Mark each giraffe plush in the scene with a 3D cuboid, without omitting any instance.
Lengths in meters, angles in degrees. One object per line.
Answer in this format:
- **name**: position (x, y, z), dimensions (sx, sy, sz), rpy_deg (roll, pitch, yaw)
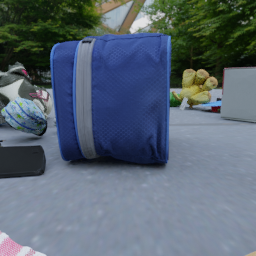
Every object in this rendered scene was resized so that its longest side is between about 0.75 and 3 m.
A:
- **giraffe plush**: position (2.898, -1.470, 12.104), dimensions (1.614, 1.870, 1.517), rpy_deg (41, 8, 19)

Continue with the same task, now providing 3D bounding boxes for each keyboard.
- **keyboard**: position (-1.912, 0.492, 3.762), dimensions (1.590, 0.315, 0.827), rpy_deg (-1, 32, -11)

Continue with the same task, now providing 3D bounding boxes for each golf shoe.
- **golf shoe**: position (-2.769, -0.580, 7.786), dimensions (1.148, 1.310, 2.973), rpy_deg (-27, -11, -3)

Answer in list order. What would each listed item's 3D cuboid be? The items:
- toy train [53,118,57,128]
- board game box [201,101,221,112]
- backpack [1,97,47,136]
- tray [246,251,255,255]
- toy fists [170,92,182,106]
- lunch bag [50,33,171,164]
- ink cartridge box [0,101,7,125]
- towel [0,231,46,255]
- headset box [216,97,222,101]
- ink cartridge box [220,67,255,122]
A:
- **toy train**: position (-1.382, -0.152, 6.527), dimensions (0.479, 0.358, 0.841), rpy_deg (8, 0, 14)
- **board game box**: position (3.855, -0.794, 10.903), dimensions (1.981, 0.386, 1.565), rpy_deg (1, 12, 42)
- **backpack**: position (-2.047, -0.240, 5.548), dimensions (0.714, 0.757, 0.928), rpy_deg (-43, -17, 21)
- **tray**: position (0.802, 0.815, 1.111), dimensions (1.420, 0.263, 0.700), rpy_deg (-4, 24, -29)
- **toy fists**: position (1.668, -1.464, 13.678), dimensions (1.133, 0.765, 2.224), rpy_deg (-6, 12, -28)
- **lunch bag**: position (-0.188, -0.554, 4.797), dimensions (1.803, 1.851, 2.725), rpy_deg (1, 10, 7)
- **ink cartridge box**: position (-4.652, -0.447, 7.158), dimensions (2.561, 0.869, 1.475), rpy_deg (2, 10, 10)
- **towel**: position (-0.780, 0.875, 1.151), dimensions (1.694, 0.253, 1.239), rpy_deg (6, 12, 32)
- **headset box**: position (4.737, -1.230, 13.230), dimensions (0.841, 0.424, 1.131), rpy_deg (7, 12, 38)
- **ink cartridge box**: position (4.174, -1.066, 8.737), dimensions (2.148, 1.561, 1.554), rpy_deg (-8, 12, -40)
